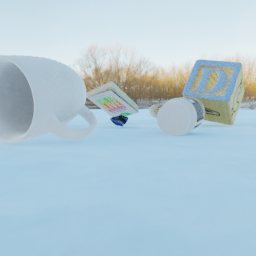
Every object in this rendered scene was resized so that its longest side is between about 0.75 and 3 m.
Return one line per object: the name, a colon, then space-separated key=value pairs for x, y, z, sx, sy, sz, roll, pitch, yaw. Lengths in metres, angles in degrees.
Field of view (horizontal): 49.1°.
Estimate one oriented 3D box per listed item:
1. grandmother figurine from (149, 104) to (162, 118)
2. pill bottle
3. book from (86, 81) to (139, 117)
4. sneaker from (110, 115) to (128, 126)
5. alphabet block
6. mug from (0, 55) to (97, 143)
grandmother figurine: x=1.930 y=-0.899 z=12.011 sx=1.508 sy=0.753 sz=2.486 roll=-13 pitch=3 yaw=-44
pill bottle: x=1.240 y=-0.289 z=6.511 sx=0.863 sy=0.863 sz=1.482 roll=2 pitch=8 yaw=26
book: x=-0.534 y=-0.940 z=10.199 sx=1.134 sy=0.408 sz=1.697 roll=-15 pitch=-34 yaw=32
sneaker: x=-0.262 y=-0.251 z=8.502 sx=0.307 sy=0.276 sz=0.787 roll=-47 pitch=30 yaw=-15
alphabet block: x=2.879 y=-1.182 z=9.302 sx=1.515 sy=1.507 sz=1.542 roll=16 pitch=-19 yaw=32
mug: x=-1.483 y=-0.470 z=5.335 sx=2.018 sy=1.490 sz=1.770 roll=37 pitch=26 yaw=16
